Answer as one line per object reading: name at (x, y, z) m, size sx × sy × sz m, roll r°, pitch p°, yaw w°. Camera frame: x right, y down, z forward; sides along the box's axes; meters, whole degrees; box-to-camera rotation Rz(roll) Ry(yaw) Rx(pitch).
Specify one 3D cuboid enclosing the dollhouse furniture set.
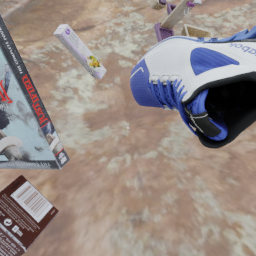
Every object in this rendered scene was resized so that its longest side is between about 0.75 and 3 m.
dollhouse furniture set at (1.466, -2.476, 6.056) m, size 1.553 × 1.102 × 1.230 m, roll 1°, pitch 70°, yaw -32°

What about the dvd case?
dvd case at (-1.764, -0.463, 3.312) m, size 1.632 × 2.235 × 0.246 m, roll -4°, pitch 30°, yaw 30°

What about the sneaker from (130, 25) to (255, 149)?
sneaker at (0.937, -0.577, 4.001) m, size 2.756 × 1.113 × 1.592 m, roll -2°, pitch 39°, yaw 43°

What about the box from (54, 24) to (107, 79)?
box at (-0.649, -1.049, 3.952) m, size 0.191 × 0.923 × 0.179 m, roll 14°, pitch 68°, yaw 43°

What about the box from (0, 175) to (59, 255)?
box at (-1.632, 1.317, 3.839) m, size 0.780 × 0.940 × 0.772 m, roll 45°, pitch 30°, yaw -4°
